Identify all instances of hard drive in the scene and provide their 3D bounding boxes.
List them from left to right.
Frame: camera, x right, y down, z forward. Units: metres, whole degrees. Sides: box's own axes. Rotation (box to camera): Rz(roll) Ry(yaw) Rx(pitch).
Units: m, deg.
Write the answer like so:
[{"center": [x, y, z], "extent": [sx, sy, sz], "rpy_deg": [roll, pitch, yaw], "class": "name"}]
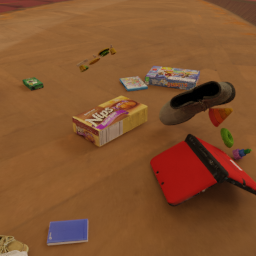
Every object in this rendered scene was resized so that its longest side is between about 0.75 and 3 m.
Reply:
[{"center": [-1.340, 2.330, 6.303], "extent": [0.865, 0.110, 0.571], "rpy_deg": [-3, 32, -5], "class": "hard drive"}]

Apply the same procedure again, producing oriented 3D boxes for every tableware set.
[{"center": [-1.034, -2.276, 9.392], "extent": [1.419, 0.218, 0.956], "rpy_deg": [-30, 1, 2], "class": "tableware set"}]

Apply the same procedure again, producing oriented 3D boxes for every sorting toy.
[{"center": [3.105, 0.100, 8.304], "extent": [0.633, 1.839, 0.638], "rpy_deg": [-27, 10, 35], "class": "sorting toy"}]

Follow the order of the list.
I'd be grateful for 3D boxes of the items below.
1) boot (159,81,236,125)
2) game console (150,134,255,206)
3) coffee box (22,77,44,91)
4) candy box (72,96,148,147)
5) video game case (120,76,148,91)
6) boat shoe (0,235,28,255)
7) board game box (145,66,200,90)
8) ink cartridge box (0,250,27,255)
[{"center": [1.785, -0.814, 8.794], "extent": [2.854, 0.966, 1.864], "rpy_deg": [-24, -11, 37], "class": "boot"}, {"center": [1.984, 1.270, 7.599], "extent": [2.021, 1.392, 2.345], "rpy_deg": [26, 16, -18], "class": "game console"}, {"center": [-4.540, -2.122, 13.379], "extent": [0.646, 0.231, 1.051], "rpy_deg": [-24, 39, -33], "class": "coffee box"}, {"center": [-0.598, -0.325, 10.053], "extent": [1.413, 0.684, 2.423], "rpy_deg": [27, 39, 37], "class": "candy box"}, {"center": [0.251, -2.146, 13.518], "extent": [0.989, 0.123, 1.382], "rpy_deg": [-9, 33, -15], "class": "video game case"}, {"center": [-2.783, 2.434, 5.818], "extent": [1.404, 0.442, 0.512], "rpy_deg": [7, 32, 11], "class": "boat shoe"}, {"center": [2.203, -2.488, 13.782], "extent": [2.434, 0.419, 1.648], "rpy_deg": [10, 33, 16], "class": "board game box"}, {"center": [-2.201, 3.222, 4.023], "extent": [1.684, 0.986, 2.331], "rpy_deg": [-11, 35, -17], "class": "ink cartridge box"}]
